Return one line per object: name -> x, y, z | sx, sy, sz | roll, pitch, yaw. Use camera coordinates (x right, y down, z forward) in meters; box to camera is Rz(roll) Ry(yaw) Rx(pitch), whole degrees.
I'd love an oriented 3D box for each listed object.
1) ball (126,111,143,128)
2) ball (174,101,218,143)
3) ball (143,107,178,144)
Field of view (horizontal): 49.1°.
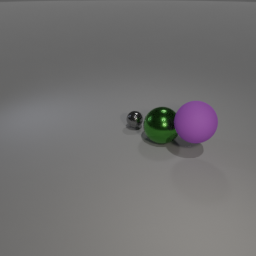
ball -> 0.281, -0.361, 11.567 | 0.700, 0.700, 0.700 | 0, 28, 0
ball -> 2.226, -0.194, 9.214 | 1.400, 1.400, 1.400 | 0, 28, 0
ball -> 1.277, -0.100, 10.507 | 1.400, 1.400, 1.400 | 0, 28, 0
